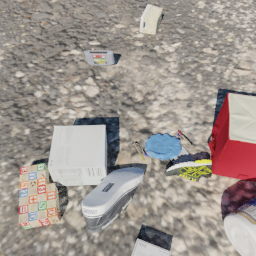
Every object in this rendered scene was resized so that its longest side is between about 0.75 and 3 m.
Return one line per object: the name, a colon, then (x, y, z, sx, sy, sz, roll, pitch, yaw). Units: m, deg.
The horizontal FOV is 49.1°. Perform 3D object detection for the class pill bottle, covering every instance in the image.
pill bottle: (4.345, 2.610, 8.200, 2.759, 1.531, 1.531, -24, 56, -17)

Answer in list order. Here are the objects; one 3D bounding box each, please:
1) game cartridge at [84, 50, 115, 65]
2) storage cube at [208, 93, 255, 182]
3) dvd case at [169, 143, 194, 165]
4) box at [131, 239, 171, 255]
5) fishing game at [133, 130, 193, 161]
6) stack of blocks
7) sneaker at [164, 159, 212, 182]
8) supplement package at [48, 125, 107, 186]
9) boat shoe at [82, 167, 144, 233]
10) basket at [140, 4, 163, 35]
game cartridge: (-1.276, -3.189, 12.773, 1.291, 0.859, 0.264, 2, 70, 6)
storage cube: (4.114, 0.369, 9.520, 2.405, 2.162, 2.056, 10, 53, 7)
dvd case: (1.852, 1.030, 10.306, 0.772, 0.095, 1.083, -22, 56, -16)
box: (0.417, 4.146, 7.645, 1.063, 0.548, 1.823, 16, 54, 12)
fishing game: (1.312, 0.727, 10.299, 1.991, 0.310, 1.426, -17, 41, -18)
stack of blocks: (-2.890, 2.153, 9.142, 1.127, 0.573, 1.957, -10, 53, -8)
sneaker: (2.107, 1.513, 9.548, 1.706, 0.635, 0.722, -10, 76, -4)
supplement package: (-1.622, 0.943, 9.601, 1.776, 1.306, 1.698, -1, 53, -1)
boat shoe: (-0.342, 2.141, 8.706, 1.054, 0.996, 2.940, 4, 19, 26)
basket: (1.252, -5.776, 14.955, 0.871, 0.957, 1.411, 15, 54, 9)
